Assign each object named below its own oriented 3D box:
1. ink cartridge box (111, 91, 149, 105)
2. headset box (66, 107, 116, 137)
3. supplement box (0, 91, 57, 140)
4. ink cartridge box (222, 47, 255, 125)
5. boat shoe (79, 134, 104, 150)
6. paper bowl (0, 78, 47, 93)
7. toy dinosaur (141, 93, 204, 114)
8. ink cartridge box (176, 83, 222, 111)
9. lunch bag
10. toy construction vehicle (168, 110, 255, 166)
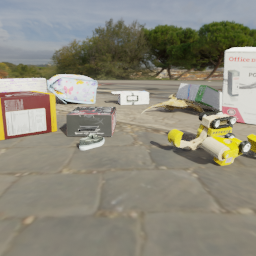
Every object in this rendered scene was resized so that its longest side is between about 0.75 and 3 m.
[{"bbox_3d":[0.089,-1.796,16.672,2.103,0.713,1.220,-2,12,-9],"label":"ink cartridge box"},{"bbox_3d":[-1.180,-0.235,9.416,1.463,0.739,1.969,0,12,1],"label":"headset box"},{"bbox_3d":[-3.743,-0.525,9.471,1.943,1.290,1.916,-10,16,-39],"label":"supplement box"},{"bbox_3d":[4.765,-1.617,10.687,2.027,2.783,1.180,11,22,37],"label":"ink cartridge box"},{"bbox_3d":[-0.964,0.337,7.712,0.358,0.352,0.993,6,14,26],"label":"boat shoe"},{"bbox_3d":[-5.803,-1.847,14.794,2.962,1.540,2.962,-2,10,0],"label":"paper bowl"},{"bbox_3d":[2.136,-1.146,13.404,2.976,0.866,1.505,1,14,4],"label":"toy dinosaur"},{"bbox_3d":[3.715,-1.598,14.342,1.516,0.879,2.093,18,2,-28],"label":"ink cartridge box"},{"bbox_3d":[-3.478,-2.383,17.047,2.808,1.785,2.381,6,11,-19],"label":"lunch bag"},{"bbox_3d":[2.539,0.362,6.933,2.472,0.870,2.152,-10,27,-29],"label":"toy construction vehicle"}]
